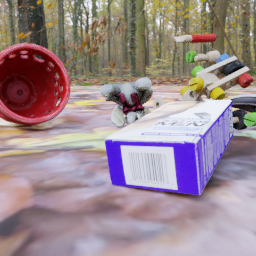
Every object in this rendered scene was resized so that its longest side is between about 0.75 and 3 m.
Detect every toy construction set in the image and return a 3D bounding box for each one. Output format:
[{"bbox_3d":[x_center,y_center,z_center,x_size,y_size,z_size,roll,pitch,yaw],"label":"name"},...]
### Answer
[{"bbox_3d":[1.586,-1.025,7.031,2.076,2.702,2.254,-8,-10,-22],"label":"toy construction set"}]

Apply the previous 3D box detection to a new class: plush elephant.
[{"bbox_3d":[0.097,-0.636,8.453,1.480,1.391,1.796,-8,1,9],"label":"plush elephant"}]

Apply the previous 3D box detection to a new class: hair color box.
[{"bbox_3d":[0.868,0.147,4.735,1.361,0.807,2.490,0,15,29],"label":"hair color box"}]

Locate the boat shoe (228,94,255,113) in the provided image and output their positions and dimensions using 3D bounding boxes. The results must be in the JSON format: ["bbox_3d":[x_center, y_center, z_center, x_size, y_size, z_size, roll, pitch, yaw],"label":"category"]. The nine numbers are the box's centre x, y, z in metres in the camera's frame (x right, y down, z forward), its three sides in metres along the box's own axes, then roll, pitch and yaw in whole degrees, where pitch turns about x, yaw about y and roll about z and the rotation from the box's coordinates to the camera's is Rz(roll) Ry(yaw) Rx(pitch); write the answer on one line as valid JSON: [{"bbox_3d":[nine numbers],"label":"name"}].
[{"bbox_3d":[3.890,-0.481,7.906,2.080,0.652,0.756,10,-10,16],"label":"boat shoe"}]

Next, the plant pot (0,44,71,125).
[{"bbox_3d":[-3.261,-1.244,8.772,2.322,2.322,2.115,-7,4,-35],"label":"plant pot"}]
